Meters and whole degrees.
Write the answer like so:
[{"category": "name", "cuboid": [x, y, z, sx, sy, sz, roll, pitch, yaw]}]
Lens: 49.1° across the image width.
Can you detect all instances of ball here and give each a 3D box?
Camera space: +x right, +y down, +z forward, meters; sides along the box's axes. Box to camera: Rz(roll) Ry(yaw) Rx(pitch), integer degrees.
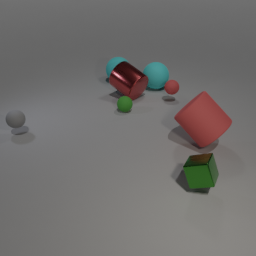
[{"category": "ball", "cuboid": [1.463, -2.765, 14.792, 1.400, 1.400, 1.400, 0, 29, 0]}, {"category": "ball", "cuboid": [-0.538, -3.257, 15.665, 1.400, 1.400, 1.400, 0, 29, 0]}, {"category": "ball", "cuboid": [-4.211, -0.338, 10.499, 0.700, 0.700, 0.700, 0, 29, 0]}, {"category": "ball", "cuboid": [2.073, -1.924, 13.234, 0.700, 0.700, 0.700, 0, 29, 0]}, {"category": "ball", "cuboid": [-0.143, -1.067, 12.474, 0.700, 0.700, 0.700, 0, 29, 0]}]

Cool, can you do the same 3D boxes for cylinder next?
[{"category": "cylinder", "cuboid": [0.038, -2.293, 13.577, 1.400, 1.400, 1.400, 39, 44, 20]}, {"category": "cylinder", "cuboid": [2.558, -0.303, 9.618, 1.400, 1.400, 1.400, 48, 40, 0]}]

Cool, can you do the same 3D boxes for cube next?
[{"category": "cube", "cuboid": [2.027, 1.179, 7.741, 0.700, 0.700, 0.700, -11, 15, 31]}]
